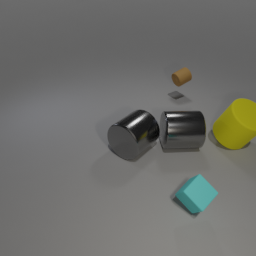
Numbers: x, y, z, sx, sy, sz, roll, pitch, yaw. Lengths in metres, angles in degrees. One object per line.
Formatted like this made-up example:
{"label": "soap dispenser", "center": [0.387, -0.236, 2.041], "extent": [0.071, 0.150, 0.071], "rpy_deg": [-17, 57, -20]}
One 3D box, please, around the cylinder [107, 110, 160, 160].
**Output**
{"label": "cylinder", "center": [0.209, 0.222, 10.152], "extent": [1.400, 1.400, 1.400], "rpy_deg": [22, 38, 31]}

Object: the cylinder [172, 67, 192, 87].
{"label": "cylinder", "center": [2.561, -2.435, 13.372], "extent": [0.700, 0.700, 0.700], "rpy_deg": [-30, 40, -15]}

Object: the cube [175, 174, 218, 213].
{"label": "cube", "center": [1.840, 1.785, 7.576], "extent": [0.700, 0.700, 0.700], "rpy_deg": [-41, 81, -22]}

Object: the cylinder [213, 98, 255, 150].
{"label": "cylinder", "center": [4.083, -0.133, 10.313], "extent": [1.400, 1.400, 1.400], "rpy_deg": [9, 55, -12]}

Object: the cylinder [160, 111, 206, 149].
{"label": "cylinder", "center": [1.982, 0.066, 10.370], "extent": [1.400, 1.400, 1.400], "rpy_deg": [-1, 32, -4]}
